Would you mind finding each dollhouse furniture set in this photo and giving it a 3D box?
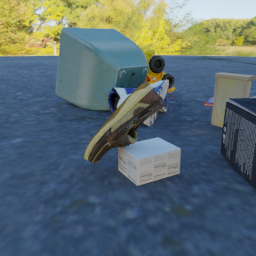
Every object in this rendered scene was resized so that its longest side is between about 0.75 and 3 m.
[{"bbox_3d":[3.700,-0.945,8.573,2.366,1.540,2.173,-14,23,-37],"label":"dollhouse furniture set"}]

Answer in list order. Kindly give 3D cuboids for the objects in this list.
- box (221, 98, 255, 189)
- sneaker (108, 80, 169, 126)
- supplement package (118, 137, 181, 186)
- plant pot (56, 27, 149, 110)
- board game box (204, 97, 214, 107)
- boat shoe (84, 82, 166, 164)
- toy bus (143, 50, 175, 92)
[{"bbox_3d":[3.136,0.285,5.043,2.131,1.321,2.095,-1,18,-5],"label":"box"},{"bbox_3d":[0.311,-0.994,9.331,1.685,1.178,2.917,9,21,20],"label":"sneaker"},{"bbox_3d":[0.395,0.603,5.365,0.960,0.532,0.748,-10,20,-28],"label":"supplement package"},{"bbox_3d":[-0.778,-2.048,10.597,2.657,2.664,2.714,-17,42,-43],"label":"plant pot"},{"bbox_3d":[3.546,-1.040,11.204,0.698,0.132,1.356,10,20,26],"label":"board game box"},{"bbox_3d":[-0.102,0.058,5.097,0.627,1.936,0.709,43,26,7],"label":"boat shoe"},{"bbox_3d":[0.801,-2.081,12.376,1.981,2.064,1.400,-40,20,-11],"label":"toy bus"}]
